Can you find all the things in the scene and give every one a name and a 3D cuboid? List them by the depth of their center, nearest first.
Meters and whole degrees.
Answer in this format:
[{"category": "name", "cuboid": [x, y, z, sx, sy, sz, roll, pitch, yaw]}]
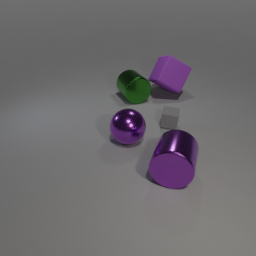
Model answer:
[{"category": "cylinder", "cuboid": [1.502, 0.973, 9.011, 1.400, 1.400, 1.400, 9, 31, 15]}, {"category": "ball", "cuboid": [-0.006, -0.052, 10.798, 1.400, 1.400, 1.400, 0, 30, 0]}, {"category": "cube", "cuboid": [1.806, -0.438, 12.041, 0.700, 0.700, 0.700, 10, 36, 8]}, {"category": "cylinder", "cuboid": [0.282, -2.135, 14.400, 1.400, 1.400, 1.400, -11, 31, -19]}, {"category": "cube", "cuboid": [2.145, -2.788, 14.522, 1.400, 1.400, 1.400, 25, 2, -20]}]
